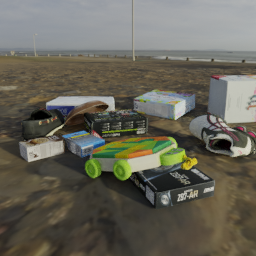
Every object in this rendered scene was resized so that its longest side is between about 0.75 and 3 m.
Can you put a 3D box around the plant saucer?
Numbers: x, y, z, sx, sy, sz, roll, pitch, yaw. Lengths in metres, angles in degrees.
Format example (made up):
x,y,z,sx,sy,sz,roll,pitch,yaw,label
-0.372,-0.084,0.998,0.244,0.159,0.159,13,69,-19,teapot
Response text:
x,y,z,sx,sy,sz,roll,pitch,yaw,label
-1.586,-0.618,10.553,1.777,0.325,1.777,-25,-7,-3,plant saucer

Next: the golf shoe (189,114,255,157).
x,y,z,sx,sy,sz,roll,pitch,yaw,label
2.652,0.197,8.548,1.072,0.940,2.435,-17,23,-31,golf shoe

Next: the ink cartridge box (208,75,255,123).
x,y,z,sx,sy,sz,roll,pitch,yaw,label
4.916,-1.280,11.848,2.434,1.760,1.768,-2,17,-6,ink cartridge box

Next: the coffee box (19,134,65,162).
x,y,z,sx,sy,sz,roll,pitch,yaw,label
-2.474,0.562,8.105,1.105,0.441,0.624,-14,22,-38,coffee box

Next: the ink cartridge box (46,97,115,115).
x,y,z,sx,sy,sz,roll,pitch,yaw,label
-2.048,-1.041,12.958,2.835,0.625,2.888,0,11,-3,ink cartridge box

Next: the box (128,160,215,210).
x,y,z,sx,sy,sz,roll,pitch,yaw,label
0.858,1.114,6.409,1.416,0.385,1.767,-7,18,-20,box

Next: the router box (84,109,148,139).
x,y,z,sx,sy,sz,roll,pitch,yaw,label
-0.484,-0.183,10.188,2.029,0.630,1.520,-5,18,-18,router box

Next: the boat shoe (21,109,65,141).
x,y,z,sx,sy,sz,roll,pitch,yaw,label
-2.962,-0.283,10.051,0.995,0.853,2.721,-2,18,6,boat shoe

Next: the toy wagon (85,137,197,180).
x,y,z,sx,sy,sz,roll,pitch,yaw,label
0.365,0.652,6.937,2.765,0.547,2.145,-5,10,41,toy wagon

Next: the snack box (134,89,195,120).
x,y,z,sx,sy,sz,roll,pitch,yaw,label
1.678,-1.137,12.901,2.214,0.749,1.867,12,28,38,snack box

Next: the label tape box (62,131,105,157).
x,y,z,sx,sy,sz,roll,pitch,yaw,label
-1.372,0.466,8.538,0.836,0.367,1.160,-14,22,-38,label tape box

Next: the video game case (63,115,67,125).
x,y,z,sx,sy,sz,roll,pitch,yaw,label
-2.475,-0.340,11.503,0.814,0.161,0.899,3,17,14,video game case
